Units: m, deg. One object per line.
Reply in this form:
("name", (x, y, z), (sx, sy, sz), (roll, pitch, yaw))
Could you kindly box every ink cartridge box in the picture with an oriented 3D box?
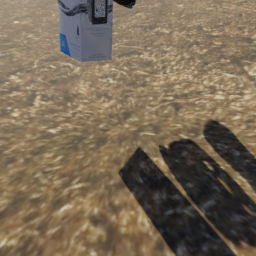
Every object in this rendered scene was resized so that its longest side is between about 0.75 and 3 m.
("ink cartridge box", (-1.200, -3.411, 7.585), (0.966, 2.898, 1.678), (-13, 29, -30))

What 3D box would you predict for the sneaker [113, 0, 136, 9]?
("sneaker", (-0.023, -4.730, 9.607), (0.923, 0.825, 2.253), (30, 9, -10))
